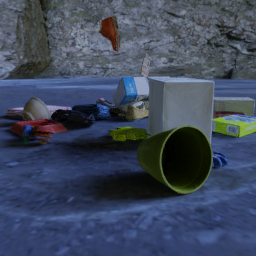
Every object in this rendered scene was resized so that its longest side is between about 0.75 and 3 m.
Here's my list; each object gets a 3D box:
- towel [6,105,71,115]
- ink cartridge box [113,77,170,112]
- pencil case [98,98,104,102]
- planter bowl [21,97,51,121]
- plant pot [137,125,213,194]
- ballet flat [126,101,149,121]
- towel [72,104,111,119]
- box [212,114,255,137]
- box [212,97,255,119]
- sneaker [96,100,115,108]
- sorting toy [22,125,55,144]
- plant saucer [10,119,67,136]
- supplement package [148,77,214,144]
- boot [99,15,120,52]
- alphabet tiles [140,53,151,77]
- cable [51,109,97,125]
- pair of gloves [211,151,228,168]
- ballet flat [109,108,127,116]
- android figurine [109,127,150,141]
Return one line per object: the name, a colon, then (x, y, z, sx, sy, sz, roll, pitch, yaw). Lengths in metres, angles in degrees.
towel: (-4.556, -0.857, 14.563, 1.990, 0.407, 2.719, 7, 12, 27)
ink cartridge box: (0.757, -1.710, 14.555, 2.639, 1.133, 1.933, -3, -24, -20)
pencil case: (-1.740, -1.687, 17.937, 0.423, 0.443, 1.023, -36, 13, 4)
planter bowl: (-4.079, -0.628, 12.161, 1.190, 1.190, 0.801, 10, 44, 37)
plant pot: (0.908, 0.636, 6.302, 1.393, 1.393, 1.341, -7, 3, -28)
ballet flat: (0.842, -0.915, 13.724, 0.884, 0.812, 2.577, 9, 16, 34)
towel: (-1.583, -0.707, 12.505, 1.299, 0.565, 2.327, -1, 1, 8)
box: (4.420, -0.143, 11.124, 2.103, 0.501, 1.282, -11, 18, -37)
box: (4.917, -0.927, 13.360, 1.812, 0.987, 1.159, 2, 13, 7)
sneaker: (-1.209, -1.346, 16.159, 1.405, 0.557, 0.519, 3, 12, 8)
sorting toy: (-3.106, 0.266, 9.449, 0.911, 0.623, 1.517, 9, -7, -37)
plant saucer: (-3.580, -0.058, 11.166, 1.710, 0.314, 1.707, -10, 16, -39)
supplement package: (1.679, -0.616, 9.531, 1.621, 2.108, 2.205, -2, 13, -8)
boot: (-0.873, -4.425, 13.407, 0.963, 1.796, 0.674, -11, -9, 4)
alphabet tiles: (0.896, -3.104, 14.468, 0.061, 1.341, 1.604, 11, 6, 14)
cable: (-2.248, -0.425, 11.613, 1.852, 0.470, 1.511, 3, -6, 6)
pair of gloves: (1.587, 0.800, 7.678, 2.055, 0.234, 1.652, -5, 12, -23)
ballet flat: (-0.896, -0.799, 14.256, 1.832, 0.425, 0.617, 11, -20, 21)
android figurine: (0.069, 0.198, 10.077, 1.456, 0.299, 1.326, 7, 15, 32)
